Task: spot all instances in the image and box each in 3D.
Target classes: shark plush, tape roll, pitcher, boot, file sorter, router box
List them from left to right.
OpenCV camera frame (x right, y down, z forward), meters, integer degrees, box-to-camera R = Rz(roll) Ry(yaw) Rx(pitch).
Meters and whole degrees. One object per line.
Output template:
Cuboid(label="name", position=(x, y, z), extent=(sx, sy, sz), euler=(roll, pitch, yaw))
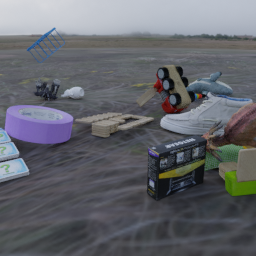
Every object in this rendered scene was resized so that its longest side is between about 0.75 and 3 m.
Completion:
Cuboid(label="tape roll", position=(-2.630, -0.145, 8.375), extent=(1.893, 0.621, 1.893), euler=(11, 14, -3))
Cuboid(label="file sorter", position=(-2.874, -2.910, 9.918), extent=(1.064, 0.653, 0.738), euler=(-25, 25, 32))
Cuboid(label="pitcher", position=(-2.615, -1.615, 13.248), extent=(0.914, 0.554, 0.784), euler=(-1, 24, 27))
Cuboid(label="router box", position=(1.015, 0.786, 5.745), extent=(1.317, 1.036, 0.344), euler=(-11, 23, -31))
Cuboid(label="shark plush", position=(3.696, -1.984, 13.781), extent=(2.719, 1.235, 1.132), euler=(1, 50, -11))
Cuboid(label="boot", position=(2.436, -0.503, 8.876), extent=(2.792, 1.334, 1.027), euler=(7, 21, 18))

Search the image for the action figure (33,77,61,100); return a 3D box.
Cuboid(label="action figure", position=(-3.855, -1.904, 13.346), extent=(1.176, 1.010, 1.979), euler=(6, 16, -15))

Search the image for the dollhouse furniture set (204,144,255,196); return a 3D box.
Cuboid(label="dollhouse furniture set", position=(2.520, 0.383, 6.609), extent=(1.566, 1.200, 2.391), euler=(-4, 20, -11))

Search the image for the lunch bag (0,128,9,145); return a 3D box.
Cuboid(label="lunch bag", position=(-4.011, 0.334, 7.876), extent=(1.139, 0.469, 0.915), euler=(-12, 20, -34))

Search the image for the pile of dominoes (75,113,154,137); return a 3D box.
Cuboid(label="pile of dominoes", position=(-0.421, -0.133, 9.662), extent=(1.862, 0.380, 2.389), euler=(10, 14, 27))

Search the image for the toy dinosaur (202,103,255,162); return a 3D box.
Cuboid(label="toy dinosaur", position=(2.512, -0.048, 6.126), extent=(1.673, 2.468, 1.059), euler=(4, 45, -23))

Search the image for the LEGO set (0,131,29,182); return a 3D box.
Cuboid(label="LEGO set", position=(-3.923, 0.614, 6.257), extent=(2.772, 0.680, 2.070), euler=(-12, 36, -34))

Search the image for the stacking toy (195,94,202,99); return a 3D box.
Cuboid(label="stacking toy", position=(3.199, -1.467, 13.187), extent=(0.766, 0.327, 0.327), euler=(-6, 20, -36))

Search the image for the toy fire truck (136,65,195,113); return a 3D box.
Cuboid(label="toy fire truck", position=(1.404, -1.291, 11.319), extent=(1.302, 1.781, 2.024), euler=(-12, -19, -30))
